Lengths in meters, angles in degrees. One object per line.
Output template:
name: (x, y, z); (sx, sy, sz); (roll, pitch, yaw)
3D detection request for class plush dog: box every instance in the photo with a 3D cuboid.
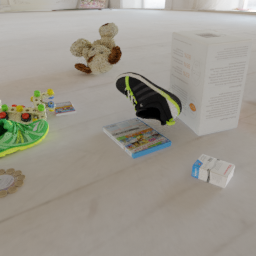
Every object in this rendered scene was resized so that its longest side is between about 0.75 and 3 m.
plush dog: (-1.368, -3.525, 13.944); (2.760, 2.215, 2.371); (-22, 39, 18)

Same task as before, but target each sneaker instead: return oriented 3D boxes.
sneaker: (0.415, -0.837, 8.183); (2.422, 0.869, 1.003); (29, 61, 28)
sneaker: (-3.101, 0.143, 7.696); (0.779, 0.879, 2.104); (22, 35, 37)

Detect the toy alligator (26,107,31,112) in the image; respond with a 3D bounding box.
toy alligator: (-3.600, -0.489, 9.275); (1.412, 0.419, 0.383); (12, 31, 10)

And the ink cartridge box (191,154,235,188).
ink cartridge box: (2.018, 1.009, 6.645); (0.828, 0.349, 0.604); (19, 34, 32)

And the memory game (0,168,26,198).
memory game: (-2.916, 1.264, 6.475); (1.069, 0.068, 1.069); (0, 28, 0)

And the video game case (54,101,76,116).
video game case: (-2.321, -0.714, 10.128); (0.705, 0.086, 0.986); (-11, 30, -20)

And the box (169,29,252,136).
box: (2.406, -1.506, 8.780); (1.451, 2.729, 2.078); (-11, 30, -16)

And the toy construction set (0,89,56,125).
toy construction set: (-3.435, -0.598, 8.972); (2.124, 0.978, 1.393); (-7, 52, 2)

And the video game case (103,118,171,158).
video game case: (0.223, 0.233, 8.296); (1.290, 0.160, 1.803); (-16, 32, -28)
